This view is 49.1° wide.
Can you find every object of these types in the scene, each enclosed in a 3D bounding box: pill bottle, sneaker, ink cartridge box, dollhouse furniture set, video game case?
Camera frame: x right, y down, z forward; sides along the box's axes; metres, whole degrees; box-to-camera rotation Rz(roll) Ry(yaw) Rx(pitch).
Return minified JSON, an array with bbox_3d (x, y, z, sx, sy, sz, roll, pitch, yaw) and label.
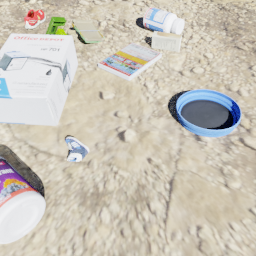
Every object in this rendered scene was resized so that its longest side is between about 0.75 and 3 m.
[{"bbox_3d":[1.611,-4.729,12.578,1.703,0.956,0.956,29,51,25],"label":"pill bottle"},{"bbox_3d":[-1.504,0.600,7.492,0.810,0.326,0.593,27,46,19],"label":"sneaker"},{"bbox_3d":[-2.978,-1.588,8.714,2.174,1.275,2.968,3,52,5],"label":"ink cartridge box"},{"bbox_3d":[-2.901,1.343,6.100,2.142,1.193,1.193,32,53,28],"label":"pill bottle"},{"bbox_3d":[-4.441,-5.348,13.378,0.644,0.711,1.673,6,44,6],"label":"sneaker"},{"bbox_3d":[-2.264,-3.910,12.094,2.055,1.031,1.346,-14,64,-39],"label":"dollhouse furniture set"},{"bbox_3d":[0.106,-2.654,10.964,1.545,0.189,2.161,29,50,26],"label":"video game case"}]

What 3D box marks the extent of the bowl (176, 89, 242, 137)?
[{"bbox_3d":[2.428,-0.470,8.567,1.935,0.380,1.935,0,44,0],"label":"bowl"}]

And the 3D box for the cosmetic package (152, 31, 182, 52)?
[{"bbox_3d":[1.604,-3.601,11.650,1.176,0.619,0.418,13,46,11],"label":"cosmetic package"}]
